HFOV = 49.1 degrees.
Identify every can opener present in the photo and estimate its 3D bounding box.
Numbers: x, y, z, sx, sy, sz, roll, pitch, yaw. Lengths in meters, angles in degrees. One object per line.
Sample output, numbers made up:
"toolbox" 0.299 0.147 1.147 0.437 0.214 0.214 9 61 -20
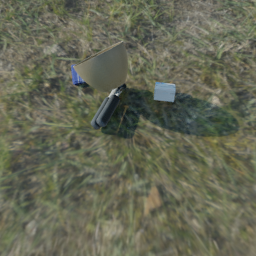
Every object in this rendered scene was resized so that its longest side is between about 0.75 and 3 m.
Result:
"can opener" -0.648 -0.924 9.155 0.734 0.581 2.208 40 52 -25

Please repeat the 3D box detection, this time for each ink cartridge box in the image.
"ink cartridge box" 1.221 -1.209 9.315 0.677 0.397 0.924 7 25 6

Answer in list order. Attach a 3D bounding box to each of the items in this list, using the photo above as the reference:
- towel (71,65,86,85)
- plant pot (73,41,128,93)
"towel" -1.320 -2.055 10.365 1.510 0.180 1.093 -9 51 -8
"plant pot" -0.655 -1.731 8.456 1.663 1.116 1.663 -24 18 8
